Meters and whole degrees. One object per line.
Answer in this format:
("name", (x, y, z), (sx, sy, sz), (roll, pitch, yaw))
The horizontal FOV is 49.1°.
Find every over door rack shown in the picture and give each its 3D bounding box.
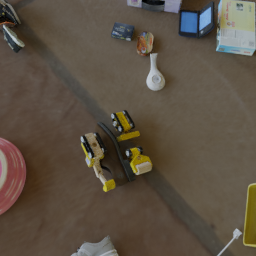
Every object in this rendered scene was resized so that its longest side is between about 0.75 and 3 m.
("over door rack", (2.939, 3.818, 7.420), (1.853, 0.617, 1.369), (-43, 75, -15))

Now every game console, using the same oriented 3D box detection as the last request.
("game console", (2.571, -4.112, 10.518), (0.777, 1.121, 1.313), (18, 66, -27))

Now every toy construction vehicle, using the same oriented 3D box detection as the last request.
("toy construction vehicle", (-0.405, 0.658, 8.503), (1.880, 0.760, 2.159), (-18, 66, -32))

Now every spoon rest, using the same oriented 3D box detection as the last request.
("spoon rest", (0.962, -1.949, 9.910), (0.645, 0.394, 1.298), (-3, 81, 0))

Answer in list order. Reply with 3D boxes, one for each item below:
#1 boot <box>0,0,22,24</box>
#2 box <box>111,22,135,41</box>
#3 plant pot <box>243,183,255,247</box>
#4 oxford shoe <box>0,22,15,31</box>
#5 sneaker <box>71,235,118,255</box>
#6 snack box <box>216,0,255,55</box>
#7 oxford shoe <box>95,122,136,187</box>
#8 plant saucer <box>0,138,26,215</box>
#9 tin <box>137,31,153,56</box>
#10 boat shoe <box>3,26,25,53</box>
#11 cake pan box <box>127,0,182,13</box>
("boot", (-4.981, -4.229, 10.617), (1.320, 0.641, 1.753), (-39, 69, -15))
("box", (-0.189, -3.660, 10.630), (0.788, 0.201, 0.621), (14, 68, 5))
("plant pot", (4.334, 2.451, 7.459), (1.542, 1.748, 1.748), (17, 69, -5))
("oxford shoe", (-4.733, -3.868, 10.720), (0.813, 0.290, 0.297), (-6, 93, -3))
("sneaker", (-1.200, 3.508, 7.625), (1.798, 0.672, 0.737), (-14, 52, -11))
("snack box", (4.086, -3.851, 10.586), (1.311, 0.419, 2.257), (9, 68, 3))
("oxford shoe", (-0.621, 0.780, 8.549), (0.904, 0.778, 2.142), (-24, 70, -8))
("plant saucer", (-4.458, 1.421, 8.350), (2.635, 0.668, 2.635), (0, 68, 1))
("tin", (0.637, -3.140, 10.431), (0.574, 0.215, 1.025), (6, 68, 7))
("boat shoe", (-4.310, -3.276, 10.280), (0.426, 0.535, 1.414), (-48, 57, 10))
("cake pan box", (1.193, -5.756, 11.267), (2.139, 0.607, 2.322), (9, 68, 6))
